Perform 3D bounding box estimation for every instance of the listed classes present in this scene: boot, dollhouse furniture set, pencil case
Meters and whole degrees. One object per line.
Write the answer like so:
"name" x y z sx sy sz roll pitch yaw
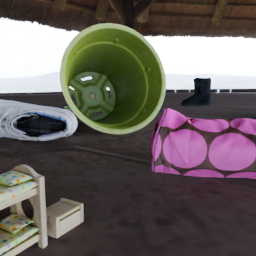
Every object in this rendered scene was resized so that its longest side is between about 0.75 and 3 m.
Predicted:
"boot" -2.448 -0.185 6.216 2.542 0.935 1.215 0 2 -5
"dollhouse furniture set" -1.122 0.583 2.283 1.011 0.636 1.143 5 10 29
"pencil case" 1.411 0.175 3.802 2.195 1.028 0.996 3 -34 6
"boot" 2.466 -1.310 10.151 1.200 1.008 0.458 -1 12 36

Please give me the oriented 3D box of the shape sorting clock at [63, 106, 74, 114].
"shape sorting clock" -2.385 -0.789 12.376 1.373 0.269 1.373 -1 14 0

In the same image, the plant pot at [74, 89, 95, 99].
"plant pot" -1.979 -1.420 13.740 1.275 1.107 1.275 0 9 0

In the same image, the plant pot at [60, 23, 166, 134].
"plant pot" -0.788 -1.170 8.339 2.858 2.858 2.714 -4 -3 -23
